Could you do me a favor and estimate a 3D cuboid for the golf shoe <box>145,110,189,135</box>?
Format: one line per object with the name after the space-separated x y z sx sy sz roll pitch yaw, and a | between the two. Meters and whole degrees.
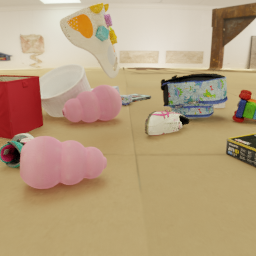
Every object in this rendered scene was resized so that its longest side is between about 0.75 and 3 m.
1.502 -0.228 10.702 1.077 0.849 2.339 11 19 34 | golf shoe

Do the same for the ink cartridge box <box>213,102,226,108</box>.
4.534 -1.624 15.857 1.246 0.719 1.707 -4 16 -14 | ink cartridge box

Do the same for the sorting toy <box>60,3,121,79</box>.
-0.967 -3.093 10.231 1.472 2.481 2.756 -21 21 13 | sorting toy

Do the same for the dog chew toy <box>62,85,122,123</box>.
-1.583 -0.956 12.180 2.560 1.594 1.594 -17 22 -26 | dog chew toy

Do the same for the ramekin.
-3.095 -1.777 13.490 2.727 1.330 2.727 -13 41 12 | ramekin

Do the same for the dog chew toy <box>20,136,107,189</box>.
-1.479 0.816 6.604 1.955 1.217 1.217 3 14 -16 | dog chew toy

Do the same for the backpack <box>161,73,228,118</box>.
3.165 -1.510 12.936 2.722 2.001 2.491 -3 13 25 | backpack

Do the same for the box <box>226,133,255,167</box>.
4.281 0.719 7.922 1.824 0.564 2.285 -5 17 -24 | box

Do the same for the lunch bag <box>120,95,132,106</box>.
-0.467 -1.655 16.327 1.463 0.553 1.173 5 15 21 | lunch bag

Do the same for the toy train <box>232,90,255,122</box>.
5.949 -0.985 12.967 1.719 1.258 2.971 18 21 20 | toy train

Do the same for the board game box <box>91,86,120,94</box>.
-2.159 -1.635 15.153 2.645 0.544 2.638 -2 19 23 | board game box

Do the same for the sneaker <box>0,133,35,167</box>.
-3.187 0.624 8.013 1.791 0.749 1.081 16 13 41 | sneaker

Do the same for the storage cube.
-4.708 -0.907 10.821 1.996 2.099 2.335 4 16 15 | storage cube

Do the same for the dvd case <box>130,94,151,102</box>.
0.363 -1.943 17.939 1.900 0.209 1.387 -14 21 -42 | dvd case
